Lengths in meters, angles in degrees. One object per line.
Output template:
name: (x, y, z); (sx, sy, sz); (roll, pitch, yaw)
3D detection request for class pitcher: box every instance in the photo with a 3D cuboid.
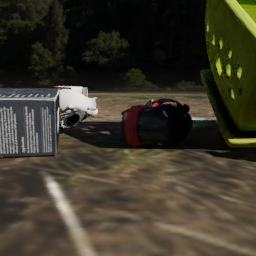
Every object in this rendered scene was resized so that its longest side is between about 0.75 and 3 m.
pitcher: (-2.158, -0.963, 11.620); (1.768, 1.072, 1.517); (9, 16, -17)

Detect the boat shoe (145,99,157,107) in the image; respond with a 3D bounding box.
boat shoe: (1.203, -0.951, 13.346); (0.577, 0.668, 1.840); (42, -7, -14)

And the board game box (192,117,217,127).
board game box: (2.112, -0.209, 9.121); (0.846, 0.183, 1.257); (-6, 11, -33)

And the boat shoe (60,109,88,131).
boat shoe: (-1.590, -0.179, 7.167); (1.153, 0.419, 0.361); (-20, 9, 20)

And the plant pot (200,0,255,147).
plant pot: (3.088, -1.216, 5.610); (2.876, 2.622, 2.890); (-2, 45, -2)

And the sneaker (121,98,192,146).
sneaker: (0.941, -0.163, 6.430); (1.289, 0.932, 2.638); (4, 12, 28)

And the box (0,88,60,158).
box: (-2.302, -0.191, 5.619); (1.781, 1.123, 1.812); (0, 13, -11)

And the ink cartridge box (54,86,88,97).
ink cartridge box: (-2.836, -1.448, 13.772); (2.040, 1.188, 0.688); (9, 12, 44)
